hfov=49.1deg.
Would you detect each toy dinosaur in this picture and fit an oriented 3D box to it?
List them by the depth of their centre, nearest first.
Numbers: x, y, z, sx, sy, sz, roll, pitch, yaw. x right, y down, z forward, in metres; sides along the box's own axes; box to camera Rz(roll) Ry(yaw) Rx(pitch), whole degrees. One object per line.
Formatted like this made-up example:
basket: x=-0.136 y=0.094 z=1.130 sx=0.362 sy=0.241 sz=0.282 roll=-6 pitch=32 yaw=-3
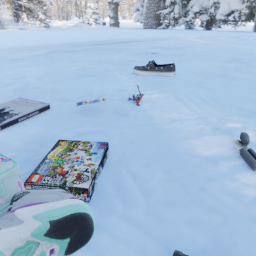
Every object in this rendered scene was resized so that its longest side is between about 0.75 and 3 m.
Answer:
toy dinosaur: x=0.450 y=-1.327 z=12.576 sx=1.041 sy=0.602 sz=1.147 roll=-5 pitch=61 yaw=-48

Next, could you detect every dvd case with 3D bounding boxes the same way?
dvd case: x=-4.544 y=-0.611 z=10.877 sx=1.831 sy=0.301 sz=2.436 roll=13 pitch=27 yaw=27

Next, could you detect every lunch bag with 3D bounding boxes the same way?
lunch bag: x=-3.466 y=1.369 z=5.381 sx=2.075 sy=0.997 sz=2.587 roll=11 pitch=26 yaw=38

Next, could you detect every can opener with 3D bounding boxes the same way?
can opener: x=3.384 y=0.642 z=7.908 sx=0.411 sy=0.518 sz=1.560 roll=0 pitch=29 yaw=-3

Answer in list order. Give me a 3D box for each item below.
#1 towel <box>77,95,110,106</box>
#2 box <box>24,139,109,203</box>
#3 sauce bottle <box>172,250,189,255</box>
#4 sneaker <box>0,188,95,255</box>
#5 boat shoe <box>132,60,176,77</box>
towel: x=-1.356 y=-1.096 z=11.032 sx=1.199 sy=0.143 sz=0.880 roll=-9 pitch=13 yaw=11
box: x=-1.432 y=0.989 z=7.166 sx=1.507 sy=0.416 sz=2.207 roll=3 pitch=24 yaw=7
sauce bottle: x=1.422 y=2.279 z=4.236 sx=1.561 sy=0.505 sz=0.505 roll=9 pitch=26 yaw=25
sneaker: x=-2.054 y=1.816 z=4.849 sx=2.682 sy=1.043 sz=1.876 roll=-16 pitch=16 yaw=-24
boat shoe: x=1.575 y=-3.675 z=16.965 sx=2.704 sy=0.896 sz=0.945 roll=9 pitch=26 yaw=20
